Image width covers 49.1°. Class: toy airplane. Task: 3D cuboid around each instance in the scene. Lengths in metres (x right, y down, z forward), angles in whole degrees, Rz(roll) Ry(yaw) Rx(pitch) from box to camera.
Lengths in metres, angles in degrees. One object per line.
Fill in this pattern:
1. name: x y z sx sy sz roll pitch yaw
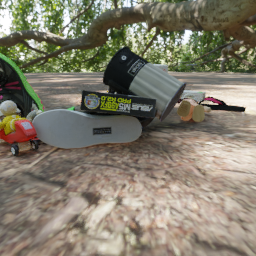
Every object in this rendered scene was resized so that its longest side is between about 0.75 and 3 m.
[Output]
1. toy airplane: -3.129 -0.102 7.382 1.794 1.272 1.802 -1 15 -2

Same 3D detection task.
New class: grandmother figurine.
1. grandmother figurine: 2.536 -0.926 11.757 1.776 0.887 2.929 28 15 6

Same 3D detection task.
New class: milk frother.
1. milk frother: 0.404 -1.132 10.445 2.555 2.452 2.716 35 -3 13

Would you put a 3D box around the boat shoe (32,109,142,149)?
1. boat shoe: -1.098 0.011 7.773 2.959 1.015 0.838 2 7 -18

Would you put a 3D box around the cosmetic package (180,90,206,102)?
1. cosmetic package: 3.619 -1.771 15.582 1.249 0.530 0.672 10 19 29

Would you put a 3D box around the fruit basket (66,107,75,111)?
1. fruit basket: -1.589 -0.206 8.734 1.181 0.852 1.181 -4 12 1

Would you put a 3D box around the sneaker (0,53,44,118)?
1. sneaker: -4.211 -1.454 10.035 1.212 2.893 1.110 -38 11 -22

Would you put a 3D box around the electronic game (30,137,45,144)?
1. electronic game: -2.709 0.234 8.155 1.151 0.240 1.151 0 14 0

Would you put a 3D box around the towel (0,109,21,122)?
1. towel: -4.691 -0.531 10.983 1.473 0.383 2.223 8 17 36

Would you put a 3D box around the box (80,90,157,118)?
1. box: -0.285 -0.655 7.828 1.847 0.510 2.305 7 4 -4

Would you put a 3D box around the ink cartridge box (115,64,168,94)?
1. ink cartridge box: 0.727 -2.355 14.876 2.729 1.980 1.142 -8 16 -29

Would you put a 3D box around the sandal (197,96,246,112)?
1. sandal: 4.154 -1.169 13.067 2.546 0.574 0.956 7 16 26
